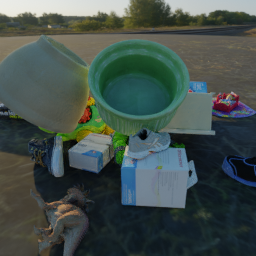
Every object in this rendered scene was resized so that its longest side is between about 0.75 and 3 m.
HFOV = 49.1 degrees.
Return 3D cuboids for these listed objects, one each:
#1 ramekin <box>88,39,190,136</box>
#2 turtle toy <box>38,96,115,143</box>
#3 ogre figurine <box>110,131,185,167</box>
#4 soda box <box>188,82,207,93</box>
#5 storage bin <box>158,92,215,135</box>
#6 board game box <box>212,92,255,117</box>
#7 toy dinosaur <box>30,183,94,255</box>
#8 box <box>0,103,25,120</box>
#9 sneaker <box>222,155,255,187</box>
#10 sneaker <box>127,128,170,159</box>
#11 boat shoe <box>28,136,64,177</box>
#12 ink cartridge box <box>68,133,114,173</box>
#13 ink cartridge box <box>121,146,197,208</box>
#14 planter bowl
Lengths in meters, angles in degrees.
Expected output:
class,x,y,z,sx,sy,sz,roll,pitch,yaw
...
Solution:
class,x,y,z,sx,sy,sz,roll,pitch,yaw
ramekin,0.257,-1.019,7.584,2.576,1.258,2.576,1,61,-2
turtle toy,-1.862,-0.373,10.115,2.141,1.485,2.938,21,31,39
ogre figurine,0.489,0.482,8.649,2.375,1.165,1.424,-23,43,-19
soda box,3.106,-1.243,12.545,0.814,0.770,2.399,4,33,10
storage bin,1.264,-0.511,9.684,2.784,1.305,2.764,2,1,2
board game box,4.625,-1.256,13.317,2.214,0.546,2.803,-3,24,-8
toy dinosaur,-1.208,1.875,5.877,1.407,0.891,2.077,-5,29,-28
box,-4.438,-1.124,12.759,1.980,0.547,2.472,5,28,12
sneaker,3.825,1.083,7.361,2.665,1.038,0.935,20,31,37
sneaker,0.574,0.262,6.949,0.541,0.658,1.430,21,30,40
boat shoe,-2.450,0.861,8.307,1.008,0.786,2.222,-6,17,-12
ink cartridge box,-1.049,0.736,8.724,1.002,0.578,1.381,9,25,21
ink cartridge box,0.772,1.203,7.003,1.761,1.103,1.132,3,24,6
planter bowl,-2.246,-1.452,8.162,2.817,1.896,2.817,34,13,-9
